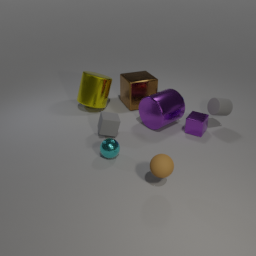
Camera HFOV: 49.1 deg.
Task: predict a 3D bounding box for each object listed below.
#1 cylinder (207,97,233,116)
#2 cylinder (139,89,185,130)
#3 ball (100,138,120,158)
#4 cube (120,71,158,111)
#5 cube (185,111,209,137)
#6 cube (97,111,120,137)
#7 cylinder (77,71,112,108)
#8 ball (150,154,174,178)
[{"bbox_3d":[3.653,-0.844,11.128,0.700,0.700,0.700,1,26,-28],"label":"cylinder"},{"bbox_3d":[1.399,-0.796,11.612,1.400,1.400,1.400,-23,37,-35],"label":"cylinder"},{"bbox_3d":[-0.626,0.698,9.694,0.700,0.700,0.700,0,29,0],"label":"ball"},{"bbox_3d":[0.499,-1.820,13.454,1.400,1.400,1.400,-11,31,-18],"label":"cube"},{"bbox_3d":[2.742,-0.168,11.176,0.700,0.700,0.700,17,38,28],"label":"cube"},{"bbox_3d":[-0.755,-0.161,10.919,0.700,0.700,0.700,8,27,-16],"label":"cube"},{"bbox_3d":[-1.556,-1.789,13.010,1.400,1.400,1.400,14,16,-4],"label":"cylinder"},{"bbox_3d":[0.975,1.093,8.083,0.700,0.700,0.700,0,29,0],"label":"ball"}]
